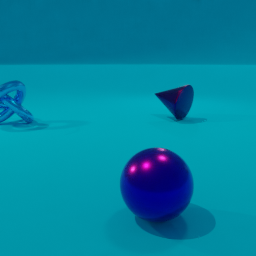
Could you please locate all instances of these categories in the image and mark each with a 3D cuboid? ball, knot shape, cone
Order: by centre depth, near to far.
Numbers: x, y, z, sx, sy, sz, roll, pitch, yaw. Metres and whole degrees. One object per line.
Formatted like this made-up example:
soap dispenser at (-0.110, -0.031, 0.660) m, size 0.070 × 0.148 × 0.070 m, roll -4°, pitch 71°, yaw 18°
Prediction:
ball at (0.315, 0.623, 3.118) m, size 0.815 × 0.815 × 0.815 m, roll 0°, pitch 14°, yaw 0°
knot shape at (-3.260, -0.599, 7.638) m, size 1.658 × 0.766 × 1.552 m, roll -21°, pitch -34°, yaw 27°
cone at (1.232, -0.891, 8.382) m, size 1.071 × 1.067 × 1.067 m, roll 22°, pitch 24°, yaw 34°
